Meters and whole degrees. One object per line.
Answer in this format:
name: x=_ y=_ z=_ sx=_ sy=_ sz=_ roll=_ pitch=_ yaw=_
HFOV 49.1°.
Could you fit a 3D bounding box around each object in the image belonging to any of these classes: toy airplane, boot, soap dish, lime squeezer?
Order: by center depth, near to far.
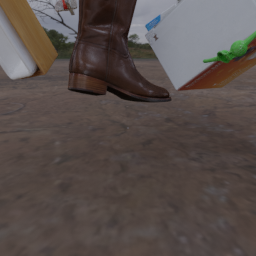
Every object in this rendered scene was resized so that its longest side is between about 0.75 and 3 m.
lime squeezer: x=1.560 y=-1.206 z=4.253 sx=0.241 sy=0.451 sz=1.276 roll=28 pitch=-31 yaw=-23
soap dish: x=-2.328 y=-1.936 z=5.587 sx=0.776 sy=1.912 sz=1.504 roll=-42 pitch=28 yaw=-29
boot: x=0.072 y=-1.975 z=5.784 sx=2.591 sy=2.780 sz=0.893 roll=6 pitch=1 yaw=-38
toy airplane: x=-1.417 y=-3.106 z=6.040 sx=0.890 sy=1.262 sz=1.256 roll=13 pitch=43 yaw=2

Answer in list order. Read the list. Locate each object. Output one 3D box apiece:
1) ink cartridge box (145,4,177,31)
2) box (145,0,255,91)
ink cartridge box: x=1.671 y=-3.456 z=10.544 sx=1.312 sy=1.816 sz=0.769 roll=-31 pitch=14 yaw=15
box: x=2.301 y=-2.184 z=6.796 sx=2.257 sy=1.576 sz=2.964 roll=-36 pitch=-14 yaw=37
